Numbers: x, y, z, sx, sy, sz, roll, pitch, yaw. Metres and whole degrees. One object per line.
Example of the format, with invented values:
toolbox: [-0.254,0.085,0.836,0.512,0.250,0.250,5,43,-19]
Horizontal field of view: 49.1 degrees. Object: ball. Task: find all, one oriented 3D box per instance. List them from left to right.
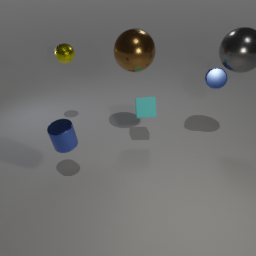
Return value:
ball: [-2.268,-2.675,10.060,0.700,0.700,0.700,0,29,0]
ball: [0.218,-2.560,9.298,1.400,1.400,1.400,0,29,0]
ball: [3.631,-2.471,8.928,1.400,1.400,1.400,0,29,0]

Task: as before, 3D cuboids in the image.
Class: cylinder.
cylinder: [-1.812,0.217,7.817,0.700,0.700,0.700,-6,40,5]
cylinder: [3.035,-1.731,9.720,0.700,0.700,0.700,6,14,10]

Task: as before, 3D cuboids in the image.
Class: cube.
cube: [0.625,-0.735,10.014,0.700,0.700,0.700,-4,5,1]
